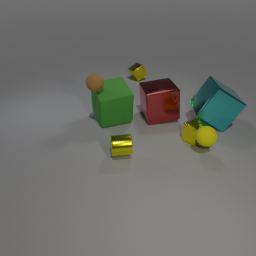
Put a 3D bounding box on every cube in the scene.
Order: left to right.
[{"bbox_3d":[-0.668,-1.089,11.630,1.400,1.400,1.400,-13,45,-16],"label":"cube"},{"bbox_3d":[0.555,-3.285,16.343,0.700,0.700,0.700,-38,37,-10],"label":"cube"},{"bbox_3d":[1.330,-1.167,11.966,1.400,1.400,1.400,-10,31,-6],"label":"cube"},{"bbox_3d":[2.522,0.153,10.508,0.700,0.700,0.700,-19,37,-29],"label":"cube"},{"bbox_3d":[3.584,-0.991,11.341,1.400,1.400,1.400,28,26,-15],"label":"cube"}]

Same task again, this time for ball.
[{"bbox_3d":[-1.262,-1.739,10.685,0.700,0.700,0.700,0,30,0],"label":"ball"},{"bbox_3d":[2.696,0.284,9.634,0.700,0.700,0.700,0,30,0],"label":"ball"}]

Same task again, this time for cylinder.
[{"bbox_3d":[-0.229,0.578,9.495,0.700,0.700,0.700,-5,30,-7],"label":"cylinder"}]
